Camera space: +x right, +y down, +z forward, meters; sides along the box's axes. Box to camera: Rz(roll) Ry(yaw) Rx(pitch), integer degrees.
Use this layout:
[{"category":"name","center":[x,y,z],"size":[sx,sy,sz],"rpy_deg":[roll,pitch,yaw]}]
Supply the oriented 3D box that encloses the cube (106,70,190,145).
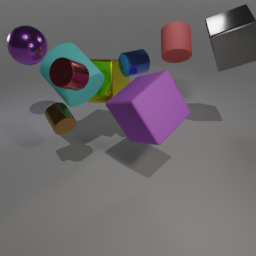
[{"category":"cube","center":[0.538,-0.536,7.645],"size":[1.400,1.400,1.400],"rpy_deg":[-43,23,-24]}]

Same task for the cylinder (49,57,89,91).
[{"category":"cylinder","center":[-1.399,-1.278,6.719],"size":[0.700,0.700,0.700],"rpy_deg":[13,6,22]}]

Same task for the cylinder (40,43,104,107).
[{"category":"cylinder","center":[-1.695,-1.608,8.542],"size":[1.400,1.400,1.400],"rpy_deg":[47,46,12]}]

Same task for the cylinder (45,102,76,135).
[{"category":"cylinder","center":[-1.977,-0.273,8.215],"size":[0.700,0.700,0.700],"rpy_deg":[-19,54,-30]}]

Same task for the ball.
[{"category":"ball","center":[-3.661,-3.001,10.227],"size":[1.400,1.400,1.400],"rpy_deg":[0,29,0]}]

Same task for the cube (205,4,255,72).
[{"category":"cube","center":[3.512,-3.012,9.430],"size":[1.400,1.400,1.400],"rpy_deg":[-15,40,20]}]

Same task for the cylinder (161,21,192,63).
[{"category":"cylinder","center":[2.249,-3.971,13.084],"size":[1.400,1.400,1.400],"rpy_deg":[0,-13,0]}]

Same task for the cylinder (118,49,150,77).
[{"category":"cylinder","center":[0.179,-1.918,8.261],"size":[0.700,0.700,0.700],"rpy_deg":[-18,34,-25]}]

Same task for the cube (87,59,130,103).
[{"category":"cube","center":[-0.845,-1.691,9.824],"size":[1.400,1.400,1.400],"rpy_deg":[7,17,24]}]
